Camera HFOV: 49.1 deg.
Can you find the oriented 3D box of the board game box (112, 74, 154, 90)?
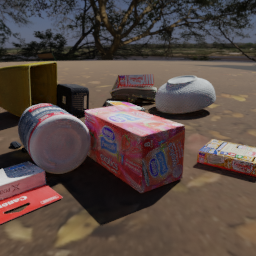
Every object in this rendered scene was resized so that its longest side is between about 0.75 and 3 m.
[{"bbox_3d":[0.198,-2.242,15.143,1.844,0.564,2.435,-4,-9,-11],"label":"board game box"}]

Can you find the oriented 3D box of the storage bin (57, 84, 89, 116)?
[{"bbox_3d":[-2.511,-1.295,12.577,0.838,1.209,1.788,-5,17,-33],"label":"storage bin"}]

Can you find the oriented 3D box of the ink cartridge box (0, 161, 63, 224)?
[{"bbox_3d":[-2.489,1.292,5.712,1.757,0.393,1.548,-16,22,-41],"label":"ink cartridge box"}]

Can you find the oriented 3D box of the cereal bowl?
[{"bbox_3d":[2.640,-1.743,13.241,2.853,1.188,2.853,-10,22,4],"label":"cereal bowl"}]

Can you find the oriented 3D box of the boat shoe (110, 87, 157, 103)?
[{"bbox_3d":[0.323,-1.670,14.481,2.518,0.753,0.900,-3,-9,-15],"label":"boat shoe"}]

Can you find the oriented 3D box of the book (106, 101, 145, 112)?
[{"bbox_3d":[-0.132,-0.920,12.908,1.127,0.405,1.687,-8,20,-30],"label":"book"}]

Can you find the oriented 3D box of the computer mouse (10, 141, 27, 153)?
[{"bbox_3d":[-3.298,0.556,8.479,0.920,0.157,0.270,15,22,39],"label":"computer mouse"}]

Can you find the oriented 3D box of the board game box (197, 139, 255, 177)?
[{"bbox_3d":[2.802,0.748,7.499,1.546,0.358,1.171,12,21,33],"label":"board game box"}]

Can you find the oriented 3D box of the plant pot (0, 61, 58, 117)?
[{"bbox_3d":[-4.504,-1.783,12.215,1.985,2.251,2.251,9,19,12],"label":"plant pot"}]

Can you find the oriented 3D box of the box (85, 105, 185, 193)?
[{"bbox_3d":[0.046,0.345,7.101,1.272,1.379,2.687,-11,21,-33],"label":"box"}]

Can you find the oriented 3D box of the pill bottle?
[{"bbox_3d":[-2.159,0.124,7.647,1.485,1.485,2.484,-10,19,-29],"label":"pill bottle"}]
